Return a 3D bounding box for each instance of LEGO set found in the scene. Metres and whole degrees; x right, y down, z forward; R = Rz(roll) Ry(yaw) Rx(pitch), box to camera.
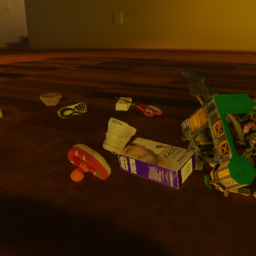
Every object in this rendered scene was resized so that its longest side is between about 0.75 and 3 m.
[{"bbox_3d":[2.596,0.423,6.289,2.974,2.287,1.723,-11,-19,-22],"label":"LEGO set"}]

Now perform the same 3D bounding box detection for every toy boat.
[{"bbox_3d":[-1.020,0.905,6.517,1.181,0.770,0.772,23,60,44],"label":"toy boat"}]

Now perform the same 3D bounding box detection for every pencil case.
[{"bbox_3d":[4.362,0.175,8.228,1.792,0.775,0.742,14,18,29],"label":"pencil case"}]

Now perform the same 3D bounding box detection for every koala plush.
[{"bbox_3d":[1.930,0.676,7.016,0.792,0.702,0.728,-2,-4,3],"label":"koala plush"}]

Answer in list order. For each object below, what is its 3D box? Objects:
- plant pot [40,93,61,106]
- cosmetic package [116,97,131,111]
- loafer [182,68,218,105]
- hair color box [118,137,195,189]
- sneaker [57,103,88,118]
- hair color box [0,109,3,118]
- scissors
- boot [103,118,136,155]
[{"bbox_3d":[-3.489,-1.271,12.704,0.947,0.437,0.947,0,19,0],"label":"plant pot"},{"bbox_3d":[-0.177,-1.085,12.382,0.500,0.307,1.212,2,20,8],"label":"cosmetic package"},{"bbox_3d":[2.744,-1.559,10.941,2.142,0.774,0.780,31,2,-36],"label":"loafer"},{"bbox_3d":[0.676,0.779,6.686,1.620,0.525,0.886,11,33,36],"label":"hair color box"},{"bbox_3d":[-2.215,-0.758,11.241,1.373,0.507,0.556,-14,21,-37],"label":"sneaker"},{"bbox_3d":[-5.398,-0.439,10.530,0.609,0.361,1.114,10,24,28],"label":"hair color box"},{"bbox_3d":[0.445,-0.977,11.844,0.804,0.153,2.198,-24,40,-38],"label":"scissors"},{"bbox_3d":[-0.251,0.244,6.860,0.597,0.776,1.623,21,-1,14],"label":"boot"}]
